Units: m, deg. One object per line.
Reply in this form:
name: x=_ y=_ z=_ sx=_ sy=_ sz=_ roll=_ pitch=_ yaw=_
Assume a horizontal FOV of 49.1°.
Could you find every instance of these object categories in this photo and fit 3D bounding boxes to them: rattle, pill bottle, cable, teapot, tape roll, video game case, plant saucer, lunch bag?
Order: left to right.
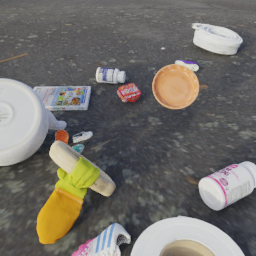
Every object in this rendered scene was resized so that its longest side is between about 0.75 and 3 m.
teapot: x=-3.820 y=0.010 z=8.649 sx=2.815 sy=2.056 sz=2.779 roll=30 pitch=65 yaw=1
video game case: x=-2.927 y=-1.286 z=11.974 sx=2.529 sy=0.228 sz=1.811 roll=-1 pitch=34 yaw=-1
rattle: x=-1.815 y=1.406 z=7.791 sx=1.948 sy=2.137 sz=2.991 roll=19 pitch=5 yaw=-42
pill bottle: x=-0.798 y=-2.456 z=13.230 sx=1.280 sy=0.711 sz=0.711 roll=8 pitch=36 yaw=10
lunch bag: x=0.066 y=-1.428 z=11.712 sx=0.888 sy=0.364 sz=0.783 roll=-22 pitch=71 yaw=-28
plant saucer: x=1.556 y=-1.338 z=9.213 sx=1.513 sy=1.513 sz=0.283 roll=1 pitch=-9 yaw=2
tape roll: x=1.156 y=2.896 z=5.438 sx=2.301 sy=0.805 sz=2.301 roll=0 pitch=35 yaw=0
cable: x=5.348 y=-5.311 z=16.829 sx=2.799 sy=0.969 sz=2.800 roll=-3 pitch=40 yaw=-20
pill bottle: x=2.732 y=1.479 z=7.425 sx=1.539 sy=0.872 sz=0.872 roll=-18 pitch=39 yaw=-25

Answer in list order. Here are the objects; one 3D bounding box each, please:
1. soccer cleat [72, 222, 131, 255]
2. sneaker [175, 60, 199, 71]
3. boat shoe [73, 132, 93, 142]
soccer cleat: x=-0.597 y=2.672 z=5.979 sx=0.699 sy=0.565 sz=1.619 roll=27 pitch=43 yaw=31
sneaker: x=3.130 y=-3.316 z=14.763 sx=1.277 sy=0.444 sz=0.635 roll=18 pitch=34 yaw=17
boat shoe: x=-1.566 y=0.260 z=9.724 sx=0.761 sy=0.249 sz=0.280 roll=-25 pitch=42 yaw=-32
